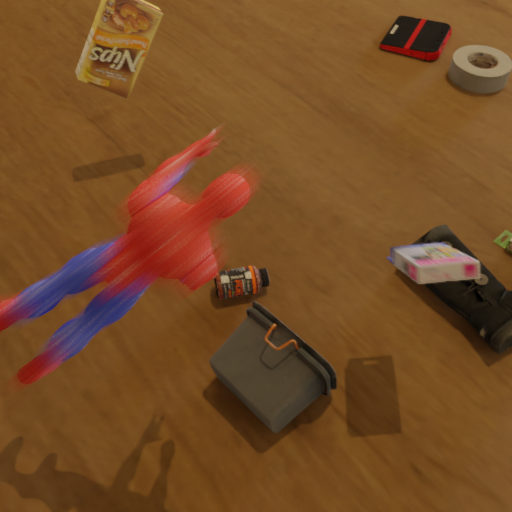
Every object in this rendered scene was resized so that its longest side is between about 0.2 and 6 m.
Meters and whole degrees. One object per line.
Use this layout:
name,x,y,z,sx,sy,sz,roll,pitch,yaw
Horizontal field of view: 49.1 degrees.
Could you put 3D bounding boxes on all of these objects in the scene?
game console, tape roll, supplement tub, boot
game console,3.966,-5.393,13.842,1.442,0.253,1.630,19,52,20
tape roll,5.088,-4.260,12.742,1.320,0.436,1.320,0,50,0
supplement tub,-0.227,0.406,8.877,0.844,0.451,0.451,-11,51,-8
boot,3.624,0.300,8.871,1.768,0.704,2.145,-24,50,-21

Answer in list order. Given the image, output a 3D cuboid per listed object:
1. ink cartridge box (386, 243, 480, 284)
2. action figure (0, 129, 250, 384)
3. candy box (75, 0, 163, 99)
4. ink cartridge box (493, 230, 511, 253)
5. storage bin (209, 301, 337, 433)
ink cartridge box,2.083,0.052,6.754,0.717,0.252,1.202,-5,11,-3
action figure,-1.185,-0.007,5.625,1.121,3.435,1.700,53,36,-9
candy box,-2.393,-3.687,9.720,0.945,1.637,0.453,15,27,-32
ink cartridge box,4.542,-0.194,9.500,0.436,0.249,0.839,-36,59,-26
storage bin,0.162,1.541,7.606,1.573,1.145,1.057,38,70,27
